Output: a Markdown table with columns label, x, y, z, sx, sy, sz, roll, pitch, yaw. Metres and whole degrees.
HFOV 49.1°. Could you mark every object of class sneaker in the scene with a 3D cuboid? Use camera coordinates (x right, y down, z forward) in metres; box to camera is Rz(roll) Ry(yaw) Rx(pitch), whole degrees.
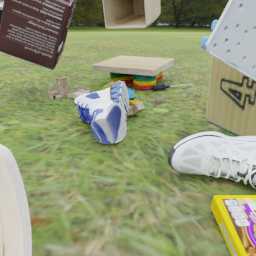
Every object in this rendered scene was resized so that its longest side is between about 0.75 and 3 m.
| label | x | y | z | sx | sy | sz | roll | pitch | yaw |
| --- | --- | --- | --- | --- | --- | --- | --- | --- | --- |
| sneaker | 1.884 | 0.622 | 4.958 | 2.173 | 0.820 | 1.250 | -2 | 21 | -11 |
| sneaker | -0.776 | -0.351 | 7.369 | 1.393 | 0.974 | 2.411 | -12 | 28 | 14 |

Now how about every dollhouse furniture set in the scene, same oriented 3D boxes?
| label | x | y | z | sx | sy | sz | roll | pitch | yaw |
| --- | --- | --- | --- | --- | --- | --- | --- | --- | --- |
| dollhouse furniture set | -1.969 | -1.404 | 10.044 | 1.381 | 0.674 | 1.177 | 14 | 27 | 31 |

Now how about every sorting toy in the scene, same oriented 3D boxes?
| label | x | y | z | sx | sy | sz | roll | pitch | yaw |
| --- | --- | --- | --- | --- | --- | --- | --- | --- | --- |
| sorting toy | 0.301 | -2.404 | 12.098 | 2.685 | 0.934 | 2.669 | 10 | 25 | 22 |
| sorting toy | -2.364 | 1.570 | 2.030 | 2.604 | 1.545 | 2.892 | -3 | 34 | 28 |

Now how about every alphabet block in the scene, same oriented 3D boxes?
| label | x | y | z | sx | sy | sz | roll | pitch | yaw |
| --- | --- | --- | --- | --- | --- | --- | --- | --- | --- |
| alphabet block | 3.464 | -1.001 | 7.239 | 2.014 | 2.062 | 2.025 | -11 | 24 | -26 |

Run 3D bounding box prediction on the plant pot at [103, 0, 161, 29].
| label | x | y | z | sx | sy | sz | roll | pitch | yaw |
| --- | --- | --- | --- | --- | --- | --- | --- | --- | --- |
| plant pot | 0.227 | -3.937 | 8.599 | 1.526 | 1.528 | 1.353 | 12 | 29 | 33 |

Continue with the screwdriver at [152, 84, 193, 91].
| label | x | y | z | sx | sy | sz | roll | pitch | yaw |
| --- | --- | --- | --- | --- | --- | --- | --- | --- | --- |
| screwdriver | 1.827 | -1.713 | 11.278 | 1.863 | 0.271 | 0.260 | -12 | 27 | -18 |

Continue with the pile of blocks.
| label | x | y | z | sx | sy | sz | roll | pitch | yaw |
| --- | --- | --- | --- | --- | --- | --- | --- | --- | --- |
| pile of blocks | -0.368 | -0.952 | 8.706 | 0.657 | 0.868 | 2.115 | -15 | 27 | -32 |

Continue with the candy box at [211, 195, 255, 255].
| label | x | y | z | sx | sy | sz | roll | pitch | yaw |
| --- | --- | --- | --- | --- | --- | --- | --- | --- | --- |
| candy box | 1.925 | 1.613 | 3.231 | 1.254 | 0.324 | 2.453 | 2 | 23 | -2 |

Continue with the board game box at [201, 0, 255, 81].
| label | x | y | z | sx | sy | sz | roll | pitch | yaw |
| --- | --- | --- | --- | --- | --- | --- | --- | --- | --- |
| board game box | 2.663 | -1.923 | 4.443 | 2.556 | 2.556 | 0.331 | 18 | 17 | -29 |

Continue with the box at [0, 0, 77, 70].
| label | x | y | z | sx | sy | sz | roll | pitch | yaw |
| --- | --- | --- | --- | --- | --- | --- | --- | --- | --- |
| box | -2.894 | -3.542 | 9.160 | 1.868 | 2.274 | 1.887 | 17 | 35 | -13 |
